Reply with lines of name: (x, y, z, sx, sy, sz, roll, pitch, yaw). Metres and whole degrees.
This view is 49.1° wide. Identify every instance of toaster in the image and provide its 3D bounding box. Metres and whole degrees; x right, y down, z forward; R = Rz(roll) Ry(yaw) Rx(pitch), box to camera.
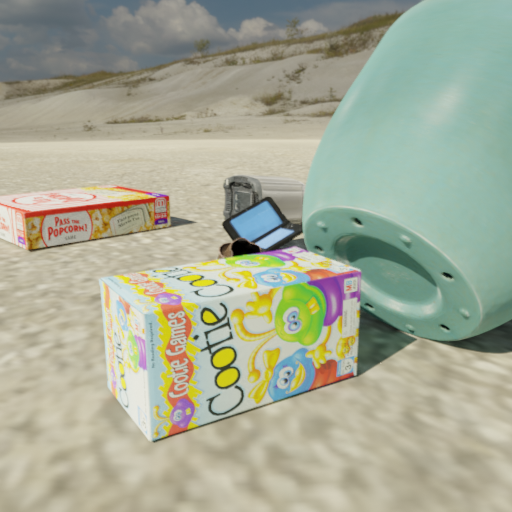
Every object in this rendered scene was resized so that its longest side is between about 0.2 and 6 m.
toaster: (0.216, -1.163, 12.048, 1.323, 1.164, 2.048, -5, 11, -27)

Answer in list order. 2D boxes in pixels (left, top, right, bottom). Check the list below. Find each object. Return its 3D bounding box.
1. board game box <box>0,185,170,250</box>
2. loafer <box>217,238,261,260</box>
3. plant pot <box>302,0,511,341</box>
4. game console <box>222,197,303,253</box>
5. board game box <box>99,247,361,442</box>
board game box: (-3.815, -0.903, 11.875, 3.182, 0.737, 2.410, -14, 20, -43)
loafer: (-0.132, 0.038, 8.407, 0.703, 0.684, 1.926, -5, 15, -17)
plant pot: (2.084, -0.714, 6.260, 3.328, 3.328, 2.671, 15, 58, 45)
game console: (0.136, -0.508, 9.730, 1.104, 0.642, 0.971, -32, 21, -20)
board game box: (-0.203, 0.676, 5.141, 2.116, 1.110, 1.090, -9, 17, -30)
